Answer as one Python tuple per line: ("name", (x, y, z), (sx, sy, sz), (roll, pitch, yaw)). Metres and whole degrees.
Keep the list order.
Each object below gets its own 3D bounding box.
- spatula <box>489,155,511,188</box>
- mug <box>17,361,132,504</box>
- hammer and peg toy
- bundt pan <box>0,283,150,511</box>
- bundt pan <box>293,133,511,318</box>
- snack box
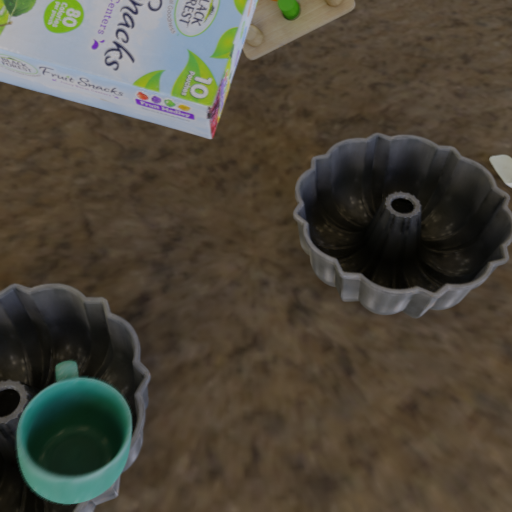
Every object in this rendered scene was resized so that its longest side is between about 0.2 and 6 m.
("spatula", (3.861, -0.817, 8.805), (1.367, 0.158, 1.966), (-11, 53, -10))
("mug", (-1.518, 1.551, 4.848), (0.903, 0.680, 1.099), (18, 42, 1))
("hammer and peg toy", (-0.023, -3.958, 8.269), (2.508, 0.884, 1.844), (-20, 93, 17))
("bundt pan", (-2.549, 1.809, 6.108), (2.971, 1.115, 2.971), (-1, 52, 1))
("bundt pan", (1.939, -0.350, 7.839), (2.941, 1.104, 2.941), (0, 51, 0))
("snack box", (-1.235, -2.081, 4.625), (2.306, 0.611, 1.640), (16, 75, 0))
